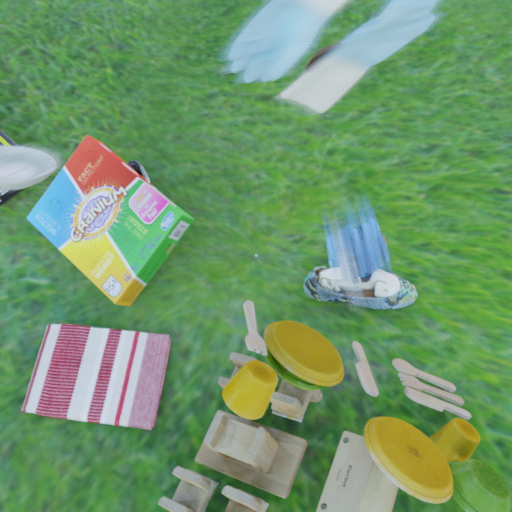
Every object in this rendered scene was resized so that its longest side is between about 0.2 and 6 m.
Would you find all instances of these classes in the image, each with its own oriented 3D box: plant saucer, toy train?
[{"bbox_3d":[-3.420,-1.192,7.870,1.149,0.288,1.149,8,32,-5],"label":"plant saucer"},{"bbox_3d":[1.285,-3.160,9.233,1.013,1.013,0.185,-7,67,-4],"label":"plant saucer"},{"bbox_3d":[0.884,-0.042,4.822,0.335,0.773,0.442,-14,98,33],"label":"toy train"}]

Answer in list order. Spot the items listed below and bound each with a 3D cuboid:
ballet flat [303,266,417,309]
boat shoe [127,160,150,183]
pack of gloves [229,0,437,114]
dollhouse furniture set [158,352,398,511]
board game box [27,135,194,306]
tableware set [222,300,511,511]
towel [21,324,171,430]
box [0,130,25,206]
[{"bbox_3d":[1.746,0.480,9.207,1.905,0.707,0.707,1,61,0],"label":"ballet flat"},{"bbox_3d":[-2.115,-0.941,10.038,0.643,0.595,1.742,-4,61,-1],"label":"boat shoe"},{"bbox_3d":[1.150,-3.119,8.284,2.383,2.836,0.560,12,58,-37],"label":"pack of gloves"},{"bbox_3d":[0.462,2.928,7.682,2.564,1.703,2.247,9,59,31],"label":"dollhouse furniture set"},{"bbox_3d":[-2.508,-0.616,9.491,2.425,0.489,1.856,39,95,20],"label":"board game box"},{"bbox_3d":[1.412,2.095,7.276,3.909,0.600,2.633,23,24,-16],"label":"tableware set"},{"bbox_3d":[-2.440,1.843,8.718,2.041,0.232,1.470,6,63,5],"label":"towel"},{"bbox_3d":[-6.051,-1.799,10.470,3.128,0.692,2.506,39,67,19],"label":"box"}]
